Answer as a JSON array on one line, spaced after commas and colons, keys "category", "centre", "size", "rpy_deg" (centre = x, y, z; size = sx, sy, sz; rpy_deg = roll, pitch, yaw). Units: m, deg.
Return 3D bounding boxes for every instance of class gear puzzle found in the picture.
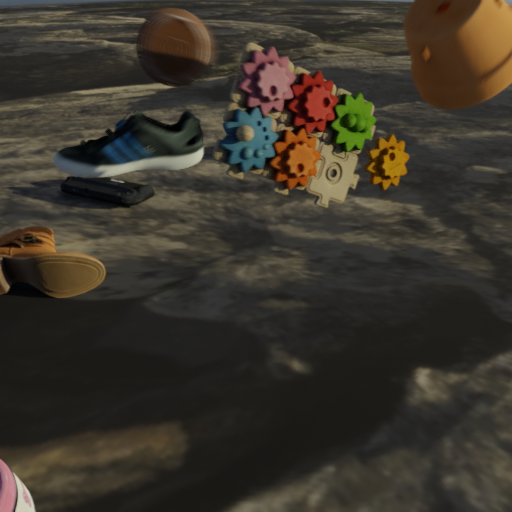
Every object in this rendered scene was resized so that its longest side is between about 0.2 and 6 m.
[{"category": "gear puzzle", "centre": [0.981, -1.482, 7.485], "size": [3.153, 1.633, 0.413], "rpy_deg": [14, 6, -34]}]

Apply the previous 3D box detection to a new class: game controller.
[{"category": "game controller", "centre": [-3.174, -1.422, 11.983], "size": [1.964, 0.414, 1.025], "rpy_deg": [14, 19, 21]}]

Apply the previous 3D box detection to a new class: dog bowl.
[{"category": "dog bowl", "centre": [-2.949, 2.462, 5.081], "size": [1.716, 0.633, 1.716], "rpy_deg": [1, 31, 0]}]

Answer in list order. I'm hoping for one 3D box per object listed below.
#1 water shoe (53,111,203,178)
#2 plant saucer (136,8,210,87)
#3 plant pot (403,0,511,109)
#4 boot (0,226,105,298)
[{"category": "water shoe", "centre": [-2.120, -1.940, 9.309], "size": [2.454, 0.968, 0.877], "rpy_deg": [-8, 33, -16]}, {"category": "plant saucer", "centre": [-1.441, -3.662, 9.916], "size": [1.320, 1.320, 0.227], "rpy_deg": [-8, 27, -13]}, {"category": "plant pot", "centre": [3.080, -3.367, 8.574], "size": [1.806, 1.264, 1.806], "rpy_deg": [-23, 50, 31]}, {"category": "boot", "centre": [-3.463, 0.038, 9.212], "size": [2.053, 0.787, 1.593], "rpy_deg": [-10, 27, -3]}]
